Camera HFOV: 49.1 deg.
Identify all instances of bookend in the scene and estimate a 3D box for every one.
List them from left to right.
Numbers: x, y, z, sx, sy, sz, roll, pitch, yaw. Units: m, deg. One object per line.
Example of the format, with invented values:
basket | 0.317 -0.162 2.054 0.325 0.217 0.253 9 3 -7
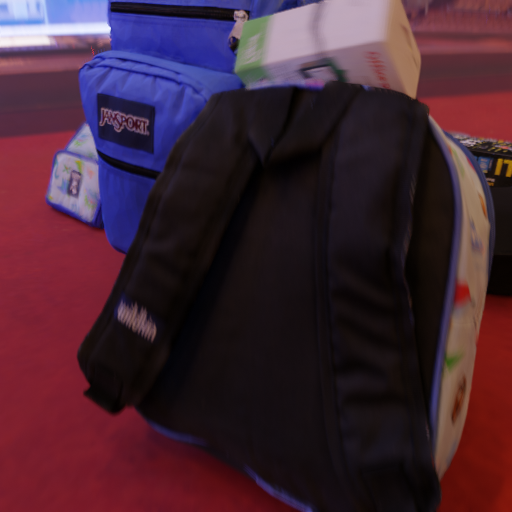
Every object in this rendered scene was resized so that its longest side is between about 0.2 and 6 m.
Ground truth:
bookend | 3.607 -0.261 7.395 1.547 0.717 1.557 1 43 22

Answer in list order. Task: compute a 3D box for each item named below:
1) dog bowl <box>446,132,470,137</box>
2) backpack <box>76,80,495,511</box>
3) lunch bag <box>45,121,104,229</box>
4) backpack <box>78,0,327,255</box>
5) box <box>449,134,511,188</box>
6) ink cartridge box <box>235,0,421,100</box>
dog bowl | 4.157 -2.406 12.584 1.520 0.446 1.520 0 28 0
backpack | 0.522 0.193 4.639 3.194 3.042 2.461 15 14 26
lunch bag | -2.682 -1.423 9.748 1.563 1.171 1.838 21 72 36
backpack | -0.171 -1.942 7.253 3.600 4.431 3.718 18 32 30
box | 4.236 -1.488 9.657 2.825 0.873 3.537 17 20 26
ink cartridge box | 0.652 -1.680 4.932 1.346 0.568 0.983 0 -20 31
